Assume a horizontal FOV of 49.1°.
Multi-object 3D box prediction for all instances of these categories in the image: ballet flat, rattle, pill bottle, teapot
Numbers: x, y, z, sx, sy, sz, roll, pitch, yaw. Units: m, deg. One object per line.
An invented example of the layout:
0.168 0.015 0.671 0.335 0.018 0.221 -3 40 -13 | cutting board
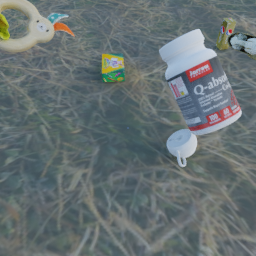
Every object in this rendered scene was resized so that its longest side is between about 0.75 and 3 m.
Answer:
3.015 -2.058 6.947 0.583 0.583 1.650 -10 28 -10 | ballet flat
-2.681 -3.081 7.620 2.549 1.821 1.660 1 68 -15 | rattle
1.424 -0.910 5.706 1.100 1.100 1.899 -29 95 -26 | pill bottle
1.584 0.536 7.927 0.920 0.672 0.908 -36 26 -5 | teapot

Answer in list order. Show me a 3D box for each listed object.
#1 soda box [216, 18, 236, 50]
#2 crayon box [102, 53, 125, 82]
4.198 -4.042 12.061 0.407 1.272 0.431 -10 47 -11 | soda box
-0.588 -2.386 10.998 0.858 0.421 1.444 -3 45 -3 | crayon box
